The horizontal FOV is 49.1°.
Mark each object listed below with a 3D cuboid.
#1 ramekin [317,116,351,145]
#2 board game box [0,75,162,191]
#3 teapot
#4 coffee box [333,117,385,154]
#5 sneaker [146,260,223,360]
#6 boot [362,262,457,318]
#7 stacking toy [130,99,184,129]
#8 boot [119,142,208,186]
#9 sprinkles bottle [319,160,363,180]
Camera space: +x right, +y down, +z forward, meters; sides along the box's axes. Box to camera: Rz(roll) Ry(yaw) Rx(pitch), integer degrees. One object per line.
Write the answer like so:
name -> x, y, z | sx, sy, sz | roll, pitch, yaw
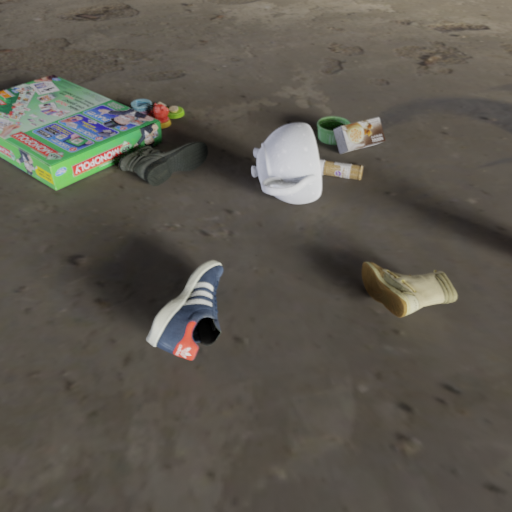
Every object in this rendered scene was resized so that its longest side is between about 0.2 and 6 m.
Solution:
ramekin -> 2.048, -3.299, 14.803 | 0.892, 0.436, 0.892 | 0, 39, 0
board game box -> -5.328, -3.458, 14.782 | 4.846, 0.705, 3.261 | 29, 47, 31
teapot -> 0.590, -1.908, 12.068 | 1.387, 1.899, 1.874 | -10, 76, -2
coffee box -> 2.628, -3.057, 14.246 | 1.155, 0.660, 0.460 | -17, 4, -20
sneaker -> -0.906, 0.929, 9.372 | 0.948, 0.841, 2.244 | 30, 39, 4
boot -> 2.670, 0.480, 9.935 | 1.182, 0.554, 1.521 | -12, 27, -16
stacking toy -> -2.777, -4.217, 15.833 | 1.381, 0.583, 1.251 | 25, 45, 27
boot -> -2.252, -2.442, 13.575 | 1.978, 0.670, 1.292 | -32, 47, -33
sprinkles bottle -> 1.983, -2.041, 13.296 | 1.049, 0.358, 0.358 | 10, 40, 12
